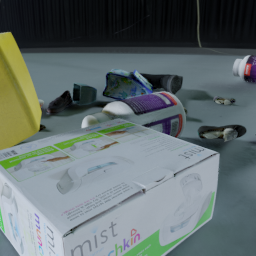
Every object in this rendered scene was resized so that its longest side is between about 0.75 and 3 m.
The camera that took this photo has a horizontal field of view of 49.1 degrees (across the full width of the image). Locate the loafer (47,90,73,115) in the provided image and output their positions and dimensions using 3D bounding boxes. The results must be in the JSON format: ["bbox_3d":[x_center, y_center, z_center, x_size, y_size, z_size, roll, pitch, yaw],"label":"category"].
[{"bbox_3d":[-2.742,-1.045,11.176,0.682,0.598,1.897,3,20,9],"label":"loafer"}]

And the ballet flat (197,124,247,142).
[{"bbox_3d":[2.701,0.181,8.109,1.364,0.464,0.466,-3,27,23],"label":"ballet flat"}]

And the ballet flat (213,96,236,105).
[{"bbox_3d":[4.098,-1.135,11.964,0.951,0.342,0.342,15,25,36],"label":"ballet flat"}]

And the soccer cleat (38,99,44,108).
[{"bbox_3d":[-4.094,-0.967,10.626,1.945,0.828,0.667,-19,27,-41],"label":"soccer cleat"}]

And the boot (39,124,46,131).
[{"bbox_3d":[-3.127,-0.200,8.988,1.024,0.496,0.382,5,21,14],"label":"boot"}]

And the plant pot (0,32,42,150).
[{"bbox_3d":[-3.563,-0.662,6.917,2.609,2.301,2.609,-29,24,-3],"label":"plant pot"}]

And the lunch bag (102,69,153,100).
[{"bbox_3d":[0.082,-1.921,12.712,2.145,1.367,1.824,14,19,1],"label":"lunch bag"}]

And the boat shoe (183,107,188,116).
[{"bbox_3d":[1.434,-0.677,10.294,1.536,0.549,0.459,18,26,27],"label":"boat shoe"}]

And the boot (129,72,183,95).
[{"bbox_3d":[1.099,-2.403,14.305,2.946,0.967,2.428,12,12,20],"label":"boot"}]

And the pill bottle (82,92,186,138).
[{"bbox_3d":[0.165,-0.069,7.260,2.567,1.430,1.430,-16,26,-38],"label":"pill bottle"}]

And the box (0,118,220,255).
[{"bbox_3d":[-0.383,0.950,4.506,2.814,1.361,2.483,-17,26,-40],"label":"box"}]

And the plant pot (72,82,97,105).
[{"bbox_3d":[-1.840,-1.481,12.140,0.870,0.854,0.851,-3,18,-33],"label":"plant pot"}]

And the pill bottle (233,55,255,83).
[{"bbox_3d":[7.633,-3.379,16.239,2.743,1.542,1.542,15,25,37],"label":"pill bottle"}]
